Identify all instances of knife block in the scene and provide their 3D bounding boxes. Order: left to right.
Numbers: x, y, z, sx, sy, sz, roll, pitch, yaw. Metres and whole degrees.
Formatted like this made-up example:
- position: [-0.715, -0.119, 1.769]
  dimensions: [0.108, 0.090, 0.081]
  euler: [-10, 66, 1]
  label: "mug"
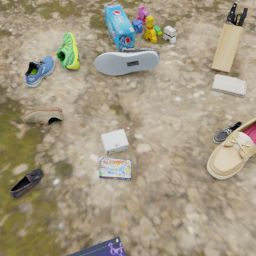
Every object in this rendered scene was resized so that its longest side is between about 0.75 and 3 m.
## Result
- position: [4.360, -3.911, 11.916]
  dimensions: [0.799, 2.192, 2.496]
  euler: [17, 53, 14]
  label: "knife block"

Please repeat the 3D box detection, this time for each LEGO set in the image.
- position: [1.067, -5.036, 13.504]
  dimensions: [1.048, 1.128, 2.748]
  euler: [-33, 58, -23]
  label: "LEGO set"

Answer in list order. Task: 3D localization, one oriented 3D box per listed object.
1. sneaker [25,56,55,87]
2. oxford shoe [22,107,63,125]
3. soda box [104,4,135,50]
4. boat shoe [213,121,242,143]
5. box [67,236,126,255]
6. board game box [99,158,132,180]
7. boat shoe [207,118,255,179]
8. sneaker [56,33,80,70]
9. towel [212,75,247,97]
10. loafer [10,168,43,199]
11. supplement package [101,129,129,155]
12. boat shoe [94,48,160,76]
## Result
- position: [-3.674, -2.508, 11.695]
  dimensions: [0.690, 0.784, 1.758]
  euler: [16, 52, 12]
  label: "sneaker"
- position: [-3.096, -0.358, 10.150]
  dimensions: [1.458, 0.513, 0.545]
  euler: [-13, 58, -9]
  label: "oxford shoe"
- position: [-0.429, -4.929, 13.568]
  dimensions: [0.836, 0.884, 2.605]
  euler: [-13, 52, -10]
  label: "soda box"
- position: [3.509, 0.118, 9.828]
  dimensions: [1.250, 0.392, 0.454]
  euler: [-25, 55, -19]
  label: "boat shoe"
- position: [-0.878, 3.666, 6.770]
  dimensions: [1.895, 0.747, 1.337]
  euler: [-16, 50, -13]
  label: "box"
- position: [-0.391, 1.314, 9.007]
  dimensions: [0.999, 0.172, 0.676]
  euler: [3, 51, 2]
  label: "board game box"
- position: [3.663, 0.503, 9.127]
  dimensions: [2.875, 0.995, 1.060]
  euler: [-37, 60, -26]
  label: "boat shoe"
- position: [-2.728, -3.467, 12.431]
  dimensions: [0.942, 0.835, 2.254]
  euler: [-9, 52, -12]
  label: "sneaker"
- position: [4.141, -1.734, 11.425]
  dimensions: [1.340, 0.231, 0.888]
  euler: [15, 52, 12]
  label: "towel"
- position: [-3.100, 1.655, 8.605]
  dimensions: [0.424, 0.371, 1.179]
  euler: [30, 57, 22]
  label: "loafer"
- position: [-0.446, 0.474, 9.446]
  dimensions: [0.781, 0.433, 0.608]
  euler: [-15, 66, -11]
  label: "supplement package"
- position: [-0.027, -2.917, 11.842]
  dimensions: [2.734, 1.009, 0.934]
  euler: [-8, 31, 14]
  label: "boat shoe"
